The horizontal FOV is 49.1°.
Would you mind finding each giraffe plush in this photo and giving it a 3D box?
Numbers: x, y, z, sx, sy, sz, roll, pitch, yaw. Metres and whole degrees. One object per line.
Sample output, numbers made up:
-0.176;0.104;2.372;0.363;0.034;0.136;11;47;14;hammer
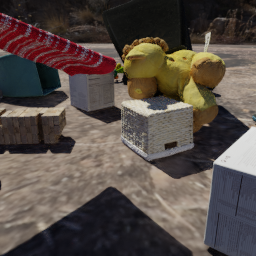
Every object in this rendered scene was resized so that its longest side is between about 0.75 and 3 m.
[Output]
0.941;-1.407;7.394;2.321;2.862;2.470;9;-16;-9;giraffe plush

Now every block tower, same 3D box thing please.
-3.062;-0.066;7.163;2.804;0.757;0.811;0;19;0;block tower

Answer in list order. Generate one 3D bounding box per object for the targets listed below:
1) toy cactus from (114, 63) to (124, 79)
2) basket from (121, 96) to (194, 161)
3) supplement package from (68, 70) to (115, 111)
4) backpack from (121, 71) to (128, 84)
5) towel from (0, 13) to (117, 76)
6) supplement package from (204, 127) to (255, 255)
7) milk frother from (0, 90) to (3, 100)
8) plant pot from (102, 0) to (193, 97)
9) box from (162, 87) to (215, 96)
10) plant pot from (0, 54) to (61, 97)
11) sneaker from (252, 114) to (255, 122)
-1.354;-2.901;14.505;2.730;1.396;2.253;3;28;-17;toy cactus
0.671;-0.073;6.729;1.354;1.098;1.366;-12;22;-26;basket
-1.306;-1.587;10.063;1.212;1.608;1.221;-17;26;-39;supplement package
0.255;-2.642;14.222;0.701;0.924;1.108;37;34;28;backpack
-1.642;-1.317;4.431;2.546;0.286;1.841;13;0;-36;towel
2.178;0.946;3.634;1.739;1.279;1.663;15;25;35;supplement package
-5.385;-1.520;11.084;0.758;0.806;0.727;5;17;11;milk frother
0.945;-2.648;9.666;2.770;2.777;2.464;-17;53;11;plant pot
2.164;-2.264;11.934;2.687;0.506;1.835;-7;64;-17;box
-4.570;-2.325;11.938;2.604;1.840;1.841;-5;19;14;plant pot
4.392;-0.384;8.386;1.414;0.518;0.579;-9;22;-22;sneaker
